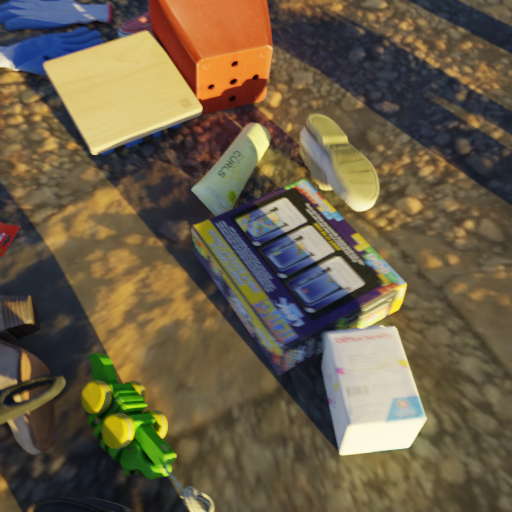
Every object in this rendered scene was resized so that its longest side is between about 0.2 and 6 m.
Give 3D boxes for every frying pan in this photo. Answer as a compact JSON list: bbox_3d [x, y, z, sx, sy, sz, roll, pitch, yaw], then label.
[{"bbox_3d":[-3.965,1.915,5.818,3.659,0.596,2.213,-39,58,-20],"label":"frying pan"}]

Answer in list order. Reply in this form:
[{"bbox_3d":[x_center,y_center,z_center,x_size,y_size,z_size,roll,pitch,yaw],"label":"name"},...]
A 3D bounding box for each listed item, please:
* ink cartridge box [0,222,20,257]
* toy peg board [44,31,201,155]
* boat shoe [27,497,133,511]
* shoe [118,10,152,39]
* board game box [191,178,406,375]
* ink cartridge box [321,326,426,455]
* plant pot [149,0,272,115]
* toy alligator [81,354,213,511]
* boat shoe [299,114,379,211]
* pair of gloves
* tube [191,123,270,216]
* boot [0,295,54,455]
[{"bbox_3d":[-3.966,-0.307,8.183,0.787,0.197,0.638,6,51,8],"label":"ink cartridge box"},{"bbox_3d":[-2.302,-2.656,9.836,1.999,0.978,1.991,-26,70,-19],"label":"toy peg board"},{"bbox_3d":[-1.203,2.751,5.181,2.276,0.834,0.848,15,52,12],"label":"boat shoe"},{"bbox_3d":[-1.984,-5.165,11.791,2.002,0.911,0.715,-19,53,-16],"label":"shoe"},{"bbox_3d":[0.498,0.164,7.490,1.904,0.653,2.303,-25,54,-17],"label":"board game box"},{"bbox_3d":[1.245,1.438,6.309,0.819,0.798,1.275,-5,50,-4],"label":"ink cartridge box"},{"bbox_3d":[-0.684,-3.720,10.057,1.968,1.966,1.734,-17,66,-14],"label":"plant pot"},{"bbox_3d":[-1.324,2.009,6.002,2.282,0.677,0.619,45,104,30],"label":"toy alligator"},{"bbox_3d":[1.255,-1.354,8.743,0.732,0.670,1.959,-2,50,-26],"label":"boat shoe"},{"bbox_3d":[-4.414,-4.808,11.859,2.628,0.372,3.269,-1,51,-1],"label":"pair of gloves"},{"bbox_3d":[-0.334,-1.364,8.845,0.563,0.503,1.939,23,52,9],"label":"tube"},{"bbox_3d":[-3.314,1.429,6.434,1.671,0.803,2.286,-18,51,-7],"label":"boot"}]
